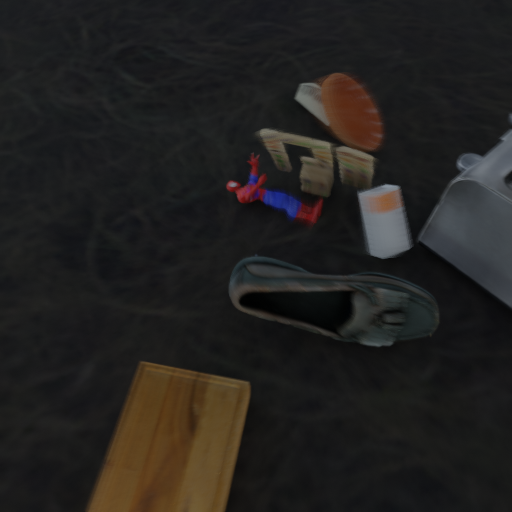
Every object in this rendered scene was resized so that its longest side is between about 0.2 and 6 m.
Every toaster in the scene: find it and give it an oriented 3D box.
[{"bbox_3d":[4.966,-0.556,8.705,3.315,2.175,3.666,-37,63,-22],"label":"toaster"}]

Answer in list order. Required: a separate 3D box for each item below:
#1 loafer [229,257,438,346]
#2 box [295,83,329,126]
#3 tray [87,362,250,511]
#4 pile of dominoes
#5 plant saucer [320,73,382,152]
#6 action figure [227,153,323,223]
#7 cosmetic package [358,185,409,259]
[{"bbox_3d":[1.124,0.801,8.148,3.158,1.135,0.993,10,17,2],"label":"loafer"},{"bbox_3d":[1.340,-3.138,11.597,0.448,0.373,1.090,-17,53,-40],"label":"box"},{"bbox_3d":[-1.194,3.033,7.108,1.590,0.597,3.224,10,54,7],"label":"tray"},{"bbox_3d":[1.046,-1.424,9.356,1.755,2.252,0.359,14,86,11],"label":"pile of dominoes"},{"bbox_3d":[1.797,-2.724,10.755,1.624,0.262,1.624,19,60,-36],"label":"plant saucer"},{"bbox_3d":[0.323,-1.238,10.008,1.760,0.871,0.574,14,29,13],"label":"action figure"},{"bbox_3d":[2.120,-0.572,9.291,0.557,1.099,0.391,-20,16,-15],"label":"cosmetic package"}]
